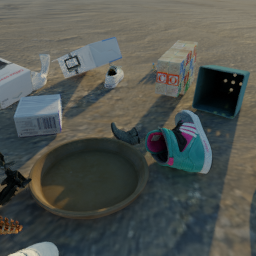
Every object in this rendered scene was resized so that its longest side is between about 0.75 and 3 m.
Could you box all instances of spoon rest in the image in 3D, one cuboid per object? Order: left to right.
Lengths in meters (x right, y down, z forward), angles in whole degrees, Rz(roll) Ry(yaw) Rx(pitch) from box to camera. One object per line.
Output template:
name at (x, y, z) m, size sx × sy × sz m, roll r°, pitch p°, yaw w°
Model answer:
spoon rest at (-4.011, -2.328, 12.330) m, size 1.235 × 0.753 × 2.485 m, roll 4°, pitch 45°, yaw 8°

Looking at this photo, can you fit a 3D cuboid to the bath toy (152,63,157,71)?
bath toy at (1.709, -2.973, 13.525) m, size 1.077 × 0.398 × 0.468 m, roll 1°, pitch 31°, yaw -1°

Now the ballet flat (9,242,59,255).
ballet flat at (-1.970, 2.401, 4.266) m, size 0.734 × 0.734 × 2.115 m, roll 27°, pitch 40°, yaw 37°

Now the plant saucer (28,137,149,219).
plant saucer at (-0.903, 1.111, 6.699) m, size 2.800 × 0.412 × 2.800 m, roll 0°, pitch 32°, yaw 0°

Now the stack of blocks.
stack of blocks at (1.953, -2.230, 11.026) m, size 0.859 × 1.689 × 2.933 m, roll 12°, pitch 33°, yaw 20°

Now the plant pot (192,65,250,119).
plant pot at (3.509, -1.491, 10.073) m, size 1.496 × 1.497 × 2.118 m, roll 19°, pitch 28°, yaw 29°

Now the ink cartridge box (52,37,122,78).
ink cartridge box at (-1.902, -3.047, 12.515) m, size 2.888 × 0.980 × 1.676 m, roll -5°, pitch 20°, yaw 44°

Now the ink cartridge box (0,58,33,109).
ink cartridge box at (-5.109, -1.847, 10.638) m, size 2.332 × 0.976 × 1.692 m, roll 23°, pitch 40°, yaw 17°

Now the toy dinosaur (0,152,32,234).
toy dinosaur at (-3.050, 1.446, 5.692) m, size 2.751 × 1.405 × 1.867 m, roll 28°, pitch 59°, yaw 14°

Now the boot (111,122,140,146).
boot at (-0.050, 0.146, 7.906) m, size 0.652 × 0.338 × 0.998 m, roll -30°, pitch 62°, yaw 12°

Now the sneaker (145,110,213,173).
sneaker at (1.206, 0.245, 7.639) m, size 1.498 × 1.037 × 2.481 m, roll 6°, pitch 31°, yaw -8°

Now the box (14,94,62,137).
box at (-2.796, -0.427, 8.937) m, size 1.306 × 0.745 × 1.420 m, roll -5°, pitch 32°, yaw -8°

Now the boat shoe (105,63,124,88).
boat shoe at (-0.633, -2.446, 12.251) m, size 0.688 × 0.794 × 1.862 m, roll 8°, pitch 32°, yaw 13°
